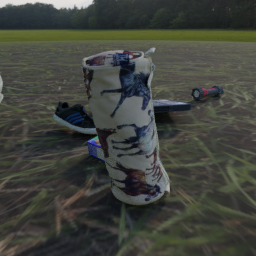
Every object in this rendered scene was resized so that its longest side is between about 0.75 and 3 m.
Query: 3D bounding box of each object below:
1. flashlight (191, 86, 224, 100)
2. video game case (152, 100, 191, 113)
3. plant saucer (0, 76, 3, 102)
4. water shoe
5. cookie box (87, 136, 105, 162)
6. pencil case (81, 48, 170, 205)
[{"bbox_3d":[3.307,-1.515,11.649,1.532,0.519,0.521,-15,1,-36],"label":"flashlight"},{"bbox_3d":[0.374,-0.709,9.307,2.774,0.263,1.981,-5,11,-15],"label":"video game case"},{"bbox_3d":[-4.021,-0.568,7.758,0.550,2.193,2.193,34,5,-28],"label":"plant saucer"},{"bbox_3d":[-1.400,-0.313,7.914,1.801,0.711,0.644,17,9,27],"label":"water shoe"},{"bbox_3d":[-0.292,0.431,6.548,1.020,0.383,0.872,17,34,40],"label":"cookie box"},{"bbox_3d":[0.050,0.012,4.834,1.192,2.666,1.037,-3,21,22],"label":"pencil case"}]
